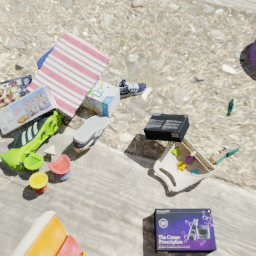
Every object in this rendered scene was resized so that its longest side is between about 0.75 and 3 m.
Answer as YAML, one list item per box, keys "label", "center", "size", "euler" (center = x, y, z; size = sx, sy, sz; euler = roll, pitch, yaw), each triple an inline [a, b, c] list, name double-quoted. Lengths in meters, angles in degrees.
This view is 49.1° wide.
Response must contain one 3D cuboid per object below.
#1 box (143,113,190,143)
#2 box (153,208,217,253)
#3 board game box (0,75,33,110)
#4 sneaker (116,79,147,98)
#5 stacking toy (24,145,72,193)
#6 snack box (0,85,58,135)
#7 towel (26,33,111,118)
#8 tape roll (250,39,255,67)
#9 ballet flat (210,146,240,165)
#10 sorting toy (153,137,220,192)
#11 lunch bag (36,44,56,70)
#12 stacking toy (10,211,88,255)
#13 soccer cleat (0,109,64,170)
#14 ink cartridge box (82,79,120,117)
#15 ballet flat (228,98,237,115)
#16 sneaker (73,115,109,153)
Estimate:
- label: "box"
  center: [1.303, -0.022, 9.428]
  size: [1.289, 0.508, 0.910]
  euler: [5, 44, 32]
- label: "box"
  center: [1.691, 3.135, 8.576]
  size: [1.743, 0.687, 1.230]
  euler: [-1, 58, 0]
- label: "board game box"
  center: [-4.722, -1.303, 11.214]
  size: [2.009, 0.348, 1.361]
  euler: [-17, 62, -9]
- label: "sneaker"
  center: [0.143, -1.664, 11.196]
  size: [1.355, 0.735, 0.475]
  euler: [-16, 62, -8]
- label: "stacking toy"
  center: [-2.767, 1.435, 9.641]
  size: [1.502, 0.635, 1.360]
  euler: [-26, 57, -25]
- label: "snack box"
  center: [-3.700, -0.623, 10.045]
  size: [2.444, 0.297, 0.878]
  euler: [-24, 90, 19]
- label: "towel"
  center: [-2.150, -1.947, 10.288]
  size: [2.004, 0.410, 2.738]
  euler: [32, 83, 4]
- label: "tape roll"
  center: [6.736, -3.288, 12.029]
  size: [2.665, 0.874, 2.665]
  euler: [0, 61, -1]
- label: "ballet flat"
  center: [3.437, 0.873, 10.000]
  size: [1.173, 0.399, 0.395]
  euler: [-27, 57, -16]
- label: "sorting toy"
  center: [1.805, 1.269, 9.534]
  size: [1.654, 0.982, 1.837]
  euler: [-37, 68, -10]
- label: "lunch bag"
  center: [-2.403, -2.558, 11.260]
  size: [1.523, 1.484, 2.242]
  euler: [31, 66, 16]
- label: "stacking toy"
  center: [-1.689, 3.931, 7.641]
  size: [3.000, 2.192, 2.192]
  euler: [34, 65, 1]
- label: "soccer cleat"
  center: [-3.411, 0.198, 10.082]
  size: [1.142, 0.952, 2.819]
  euler: [27, 66, 20]
- label: "ink cartridge box"
  center: [-1.066, -1.190, 10.831]
  size: [1.231, 0.899, 0.903]
  euler: [24, 62, 13]
- label: "ballet flat"
  center: [4.151, -0.820, 11.009]
  size: [0.254, 0.300, 0.794]
  euler: [27, 66, -11]
- label: "sneaker"
  center: [-1.385, 0.190, 10.238]
  size: [0.734, 0.743, 1.872]
  euler: [29, 40, 18]
